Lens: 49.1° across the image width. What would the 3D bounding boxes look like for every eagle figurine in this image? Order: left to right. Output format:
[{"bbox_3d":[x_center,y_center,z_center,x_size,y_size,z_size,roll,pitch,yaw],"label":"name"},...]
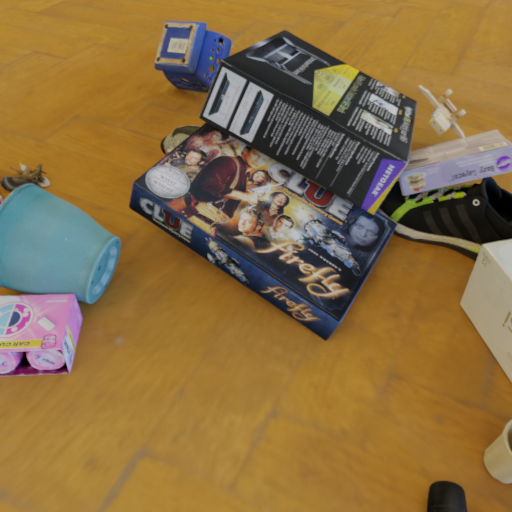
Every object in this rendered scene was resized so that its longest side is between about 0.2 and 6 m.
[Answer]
[{"bbox_3d":[-4.763,-1.653,11.580,0.840,0.634,0.638,-18,-7,23],"label":"eagle figurine"}]

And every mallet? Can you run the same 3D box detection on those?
[{"bbox_3d":[3.073,3.170,6.506,2.217,0.456,0.730,9,40,2],"label":"mallet"}]

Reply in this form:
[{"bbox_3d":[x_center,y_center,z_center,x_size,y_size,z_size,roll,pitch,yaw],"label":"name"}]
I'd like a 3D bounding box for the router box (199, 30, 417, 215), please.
[{"bbox_3d":[1.283,-2.842,10.833,3.409,1.133,4.336,29,32,2],"label":"router box"}]

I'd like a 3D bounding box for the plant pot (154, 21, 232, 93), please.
[{"bbox_3d":[-1.635,-5.007,13.951,1.450,1.450,1.303,16,1,28],"label":"plant pot"}]

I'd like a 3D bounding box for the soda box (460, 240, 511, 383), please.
[{"bbox_3d":[4.516,1.656,7.320,1.503,1.405,4.412,-9,44,-9],"label":"soda box"}]

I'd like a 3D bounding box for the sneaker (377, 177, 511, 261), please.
[{"bbox_3d":[3.733,-0.919,9.980,3.592,1.487,1.288,22,48,23],"label":"sneaker"}]

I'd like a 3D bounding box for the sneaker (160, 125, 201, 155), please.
[{"bbox_3d":[-1.444,-1.675,10.937,1.615,1.049,2.796,27,51,22],"label":"sneaker"}]

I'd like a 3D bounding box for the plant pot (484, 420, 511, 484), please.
[{"bbox_3d":[3.211,2.479,6.926,0.719,0.658,0.719,10,49,-12],"label":"plant pot"}]

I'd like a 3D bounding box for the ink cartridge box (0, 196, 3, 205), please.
[{"bbox_3d":[-5.651,-1.247,11.281,0.679,0.239,1.137,-30,49,-29],"label":"ink cartridge box"}]

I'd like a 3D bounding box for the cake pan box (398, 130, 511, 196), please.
[{"bbox_3d":[3.532,-1.702,9.995,1.951,0.510,1.797,-13,18,17],"label":"cake pan box"}]

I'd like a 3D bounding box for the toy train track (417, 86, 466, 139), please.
[{"bbox_3d":[3.979,-2.990,11.636,1.585,0.449,2.763,49,31,-3],"label":"toy train track"}]

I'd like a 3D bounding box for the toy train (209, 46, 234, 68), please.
[{"bbox_3d":[-1.307,-5.612,15.684,1.504,0.637,0.870,-6,54,-6],"label":"toy train"}]

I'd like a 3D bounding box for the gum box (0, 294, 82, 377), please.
[{"bbox_3d":[-3.695,1.188,8.379,1.895,0.627,1.076,-2,43,-2],"label":"gum box"}]

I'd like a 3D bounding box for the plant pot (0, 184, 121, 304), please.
[{"bbox_3d":[-3.177,-0.054,9.059,1.651,1.757,1.757,21,45,1],"label":"plant pot"}]

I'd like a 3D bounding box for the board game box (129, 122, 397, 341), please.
[{"bbox_3d":[0.208,-0.679,9.470,3.845,0.665,2.605,33,50,6],"label":"board game box"}]
